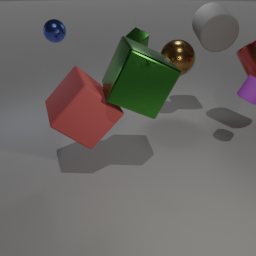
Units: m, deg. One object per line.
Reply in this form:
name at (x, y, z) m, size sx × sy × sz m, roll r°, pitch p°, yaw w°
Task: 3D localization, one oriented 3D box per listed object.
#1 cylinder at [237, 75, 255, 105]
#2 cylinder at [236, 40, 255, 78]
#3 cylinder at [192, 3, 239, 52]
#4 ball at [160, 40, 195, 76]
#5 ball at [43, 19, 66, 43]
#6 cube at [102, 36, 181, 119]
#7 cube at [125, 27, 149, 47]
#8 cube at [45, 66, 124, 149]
cylinder at (3.990, -1.219, 8.968) m, size 0.700 × 0.700 × 0.700 m, roll 23°, pitch 24°, yaw -11°
cylinder at (4.760, -2.385, 9.820) m, size 1.400 × 1.400 × 1.400 m, roll -26°, pitch -1°, yaw -1°
cylinder at (3.254, -3.799, 10.550) m, size 1.400 × 1.400 × 1.400 m, roll -1°, pitch 40°, yaw -2°
ball at (1.945, -2.763, 11.066) m, size 1.400 × 1.400 × 1.400 m, roll 0°, pitch 28°, yaw 0°
ball at (-2.291, -3.031, 8.760) m, size 0.700 × 0.700 × 0.700 m, roll 0°, pitch 28°, yaw 0°
cube at (0.274, -1.320, 7.280) m, size 1.400 × 1.400 × 1.400 m, roll 19°, pitch 25°, yaw -20°
cube at (0.363, -3.517, 11.433) m, size 0.700 × 0.700 × 0.700 m, roll 34°, pitch 64°, yaw 16°
cube at (-1.226, -0.559, 7.680) m, size 1.400 × 1.400 × 1.400 m, roll 35°, pitch 14°, yaw -36°
